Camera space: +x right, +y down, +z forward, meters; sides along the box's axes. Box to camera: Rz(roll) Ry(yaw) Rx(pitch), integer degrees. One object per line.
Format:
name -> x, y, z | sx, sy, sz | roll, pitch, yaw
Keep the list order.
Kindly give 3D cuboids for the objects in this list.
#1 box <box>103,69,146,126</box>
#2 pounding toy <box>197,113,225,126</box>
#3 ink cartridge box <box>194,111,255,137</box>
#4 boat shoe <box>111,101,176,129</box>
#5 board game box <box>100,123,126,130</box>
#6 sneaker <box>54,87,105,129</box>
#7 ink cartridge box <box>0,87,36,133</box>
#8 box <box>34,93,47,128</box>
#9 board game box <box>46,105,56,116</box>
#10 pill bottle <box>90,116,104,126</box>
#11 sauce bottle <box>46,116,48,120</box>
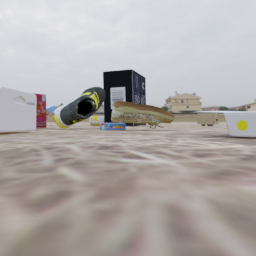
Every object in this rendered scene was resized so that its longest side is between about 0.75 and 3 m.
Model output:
box -> -0.095, -1.530, 15.352 | 1.685, 2.822, 2.870 | -1, 1, 17
pounding toy -> 4.646, -0.448, 15.048 | 1.485, 0.679, 1.305 | 1, 2, 30
ink cartridge box -> 2.766, -0.093, 5.116 | 2.343, 0.550, 2.315 | -1, 2, 38
boat shoe -> 0.447, -0.343, 8.173 | 1.895, 0.594, 0.694 | 10, 18, -12
board game box -> -0.491, -0.049, 8.731 | 0.745, 0.213, 0.761 | 0, 1, -8
sneaker -> -1.412, -0.784, 9.967 | 1.112, 0.978, 2.627 | -12, 23, 36
ink cartridge box -> -3.502, -0.369, 6.376 | 2.275, 0.959, 1.661 | 0, 2, 10
box -> -4.034, -0.568, 9.091 | 1.271, 1.217, 2.549 | 1, 2, 35
board game box -> -5.837, -0.732, 16.057 | 2.062, 0.499, 2.726 | 0, 17, 28
pill bottle -> -1.550, -0.388, 15.464 | 1.053, 0.549, 0.549 | 1, 2, 14
sauce bottle -> -5.760, -0.553, 17.635 | 0.737, 0.737, 2.233 | 0, 7, 4
